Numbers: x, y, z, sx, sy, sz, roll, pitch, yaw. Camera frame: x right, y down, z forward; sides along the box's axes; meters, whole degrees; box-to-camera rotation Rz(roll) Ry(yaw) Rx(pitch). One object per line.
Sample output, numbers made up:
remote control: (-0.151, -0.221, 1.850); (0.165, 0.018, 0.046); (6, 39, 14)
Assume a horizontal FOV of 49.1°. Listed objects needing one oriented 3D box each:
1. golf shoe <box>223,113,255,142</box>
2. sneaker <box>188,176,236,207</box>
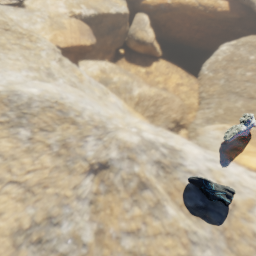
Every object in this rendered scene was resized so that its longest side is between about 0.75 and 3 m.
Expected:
golf shoe: (3.029, 0.094, 7.474); (1.054, 0.413, 0.513); (-40, 110, -6)
sneaker: (1.998, 1.512, 6.821); (1.167, 0.440, 0.463); (19, 77, 15)
